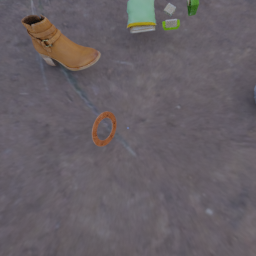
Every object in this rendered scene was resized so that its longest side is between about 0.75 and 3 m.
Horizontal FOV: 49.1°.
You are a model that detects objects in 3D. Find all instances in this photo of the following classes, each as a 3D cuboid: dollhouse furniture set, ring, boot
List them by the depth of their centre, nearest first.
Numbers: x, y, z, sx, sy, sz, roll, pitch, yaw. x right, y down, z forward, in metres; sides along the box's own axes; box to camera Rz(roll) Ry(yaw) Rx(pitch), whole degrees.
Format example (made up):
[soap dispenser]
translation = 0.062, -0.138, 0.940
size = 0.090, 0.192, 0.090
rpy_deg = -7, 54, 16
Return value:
[ring]
translation = -0.541, 0.033, 6.741
size = 0.084, 0.874, 0.874
rpy_deg = 16, 60, 35
[boot]
translation = -1.832, -2.406, 7.671
size = 1.976, 1.534, 0.758
rpy_deg = 14, 61, 26
[dollhouse furniture set]
translation = 0.956, -3.522, 8.291
size = 2.143, 0.828, 1.071
rpy_deg = -4, 88, 8

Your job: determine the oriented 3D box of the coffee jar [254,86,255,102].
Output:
[coffee jar]
translation = 4.544, -0.937, 7.455
size = 2.025, 0.864, 1.056
rpy_deg = -8, 47, -5
